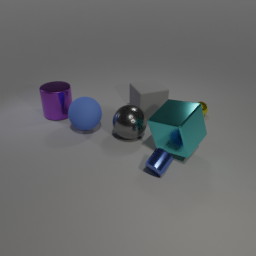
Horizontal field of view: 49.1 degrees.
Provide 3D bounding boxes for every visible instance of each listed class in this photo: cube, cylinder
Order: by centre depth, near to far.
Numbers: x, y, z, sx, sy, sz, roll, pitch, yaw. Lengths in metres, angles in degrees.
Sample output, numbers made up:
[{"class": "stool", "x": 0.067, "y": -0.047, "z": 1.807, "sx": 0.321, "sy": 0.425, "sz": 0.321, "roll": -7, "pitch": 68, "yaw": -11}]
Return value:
[{"class": "cylinder", "x": 1.042, "y": 1.138, "z": 9.383, "sx": 0.700, "sy": 0.700, "sz": 0.700, "roll": 24, "pitch": 66, "yaw": 35}, {"class": "cube", "x": 1.785, "y": -0.024, "z": 10.024, "sx": 1.400, "sy": 1.400, "sz": 1.400, "roll": 14, "pitch": 46, "yaw": 42}, {"class": "cylinder", "x": -3.304, "y": -1.283, "z": 13.028, "sx": 1.400, "sy": 1.400, "sz": 1.400, "roll": 0, "pitch": 31, "yaw": 0}, {"class": "cube", "x": 0.949, "y": -1.320, "z": 13.110, "sx": 1.400, "sy": 1.400, "sz": 1.400, "roll": -10, "pitch": 32, "yaw": -17}]

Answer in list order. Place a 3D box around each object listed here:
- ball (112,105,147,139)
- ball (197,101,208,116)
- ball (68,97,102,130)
[{"class": "ball", "x": 0.071, "y": -0.243, "z": 11.292, "sx": 1.400, "sy": 1.400, "sz": 1.400, "roll": 0, "pitch": 30, "yaw": 0}, {"class": "ball", "x": 3.377, "y": -0.889, "z": 13.084, "sx": 0.700, "sy": 0.700, "sz": 0.700, "roll": 0, "pitch": 30, "yaw": 0}, {"class": "ball", "x": -1.791, "y": -0.612, "z": 11.719, "sx": 1.400, "sy": 1.400, "sz": 1.400, "roll": 0, "pitch": 30, "yaw": 0}]
